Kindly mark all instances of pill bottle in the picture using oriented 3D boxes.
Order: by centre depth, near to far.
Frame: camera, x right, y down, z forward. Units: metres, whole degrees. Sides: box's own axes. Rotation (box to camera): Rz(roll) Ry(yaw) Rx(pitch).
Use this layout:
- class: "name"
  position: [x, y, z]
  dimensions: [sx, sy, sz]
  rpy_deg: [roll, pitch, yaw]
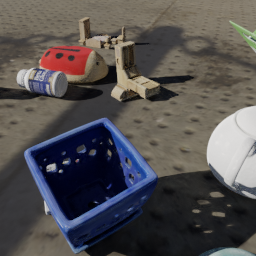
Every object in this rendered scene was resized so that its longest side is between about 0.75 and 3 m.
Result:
- class: "pill bottle"
  position: [-2.887, -1.554, 9.390]
  dimensions: [1.521, 0.845, 0.845]
  rpy_deg: [10, 38, 15]

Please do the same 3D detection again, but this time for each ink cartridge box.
- class: "ink cartridge box"
  position: [3.423, -1.542, 5.909]
  dimensions: [2.614, 0.775, 1.357]
  rpy_deg: [30, 24, -34]

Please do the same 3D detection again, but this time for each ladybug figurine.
- class: "ladybug figurine"
  position: [-2.082, -2.449, 10.468]
  dimensions: [2.711, 0.975, 1.840]
  rpy_deg: [6, 37, 8]

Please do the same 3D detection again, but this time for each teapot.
- class: "teapot"
  position: [2.890, 0.316, 6.149]
  dimensions: [2.301, 1.703, 2.331]
  rpy_deg: [-2, 37, -3]

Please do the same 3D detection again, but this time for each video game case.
- class: "video game case"
  position: [-1.262, 1.221, 6.239]
  dimensions: [1.225, 0.154, 1.346]
  rpy_deg: [-11, 37, -15]

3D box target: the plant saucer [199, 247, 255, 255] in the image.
- class: "plant saucer"
  position: [1.775, 2.596, 4.219]
  dimensions: [1.895, 0.365, 1.895]
  rpy_deg: [-1, 37, 0]

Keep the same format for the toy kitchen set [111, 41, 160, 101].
- class: "toy kitchen set"
  position: [0.035, -1.832, 9.235]
  dimensions: [1.316, 1.455, 1.612]
  rpy_deg: [-24, 39, -27]

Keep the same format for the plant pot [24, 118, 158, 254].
- class: "plant pot"
  position: [-0.671, 1.095, 5.080]
  dimensions: [1.718, 1.544, 1.718]
  rpy_deg: [-24, 53, -26]

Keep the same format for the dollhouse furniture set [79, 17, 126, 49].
- class: "dollhouse furniture set"
  position: [-1.306, -4.436, 13.158]
  dimensions: [2.199, 0.973, 1.140]
  rpy_deg: [15, 39, 19]
